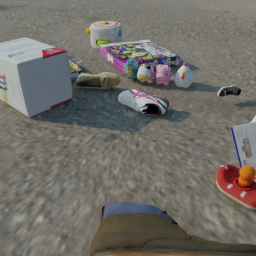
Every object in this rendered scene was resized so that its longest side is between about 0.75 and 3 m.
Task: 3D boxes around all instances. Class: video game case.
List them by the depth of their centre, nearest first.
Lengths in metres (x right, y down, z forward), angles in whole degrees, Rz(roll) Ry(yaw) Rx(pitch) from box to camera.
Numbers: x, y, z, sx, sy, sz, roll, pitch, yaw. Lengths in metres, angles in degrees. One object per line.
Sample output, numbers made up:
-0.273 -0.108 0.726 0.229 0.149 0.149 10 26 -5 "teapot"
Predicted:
0.423 -3.257 12.534 2.641 0.522 2.913 -13 35 -20 "video game case"

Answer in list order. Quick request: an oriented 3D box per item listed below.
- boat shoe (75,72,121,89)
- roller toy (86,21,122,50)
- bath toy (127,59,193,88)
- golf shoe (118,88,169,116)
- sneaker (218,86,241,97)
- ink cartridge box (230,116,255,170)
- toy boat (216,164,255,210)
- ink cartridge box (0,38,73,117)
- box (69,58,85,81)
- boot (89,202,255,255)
-1.089 -1.651 10.078 1.642 0.599 0.516 7 43 13 "boat shoe"
-1.109 -4.771 14.240 1.616 1.238 1.771 -21 38 -29 "roller toy"
1.191 -2.056 10.386 2.432 0.899 1.058 9 34 12 "bath toy"
0.413 -0.792 8.694 1.657 0.602 0.763 12 35 18 "golf shoe"
3.315 -1.166 9.068 0.822 0.291 0.408 -19 30 -23 "sneaker"
3.344 0.142 5.419 2.435 1.153 0.452 -13 24 21 "ink cartridge box"
2.367 1.064 5.703 0.735 0.736 1.126 -28 42 -36 "toy boat"
-3.287 -1.763 9.139 2.390 1.729 1.737 27 41 35 "ink cartridge box"
-2.645 -2.365 11.357 1.234 0.341 1.807 -18 37 -25 "box"
0.757 1.726 4.427 2.783 1.040 1.349 -2 35 1 "boot"
